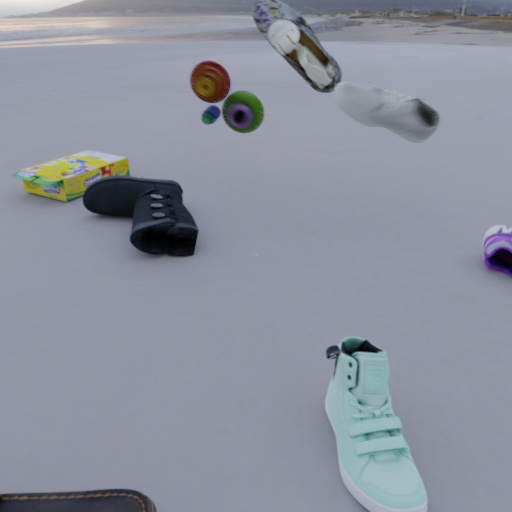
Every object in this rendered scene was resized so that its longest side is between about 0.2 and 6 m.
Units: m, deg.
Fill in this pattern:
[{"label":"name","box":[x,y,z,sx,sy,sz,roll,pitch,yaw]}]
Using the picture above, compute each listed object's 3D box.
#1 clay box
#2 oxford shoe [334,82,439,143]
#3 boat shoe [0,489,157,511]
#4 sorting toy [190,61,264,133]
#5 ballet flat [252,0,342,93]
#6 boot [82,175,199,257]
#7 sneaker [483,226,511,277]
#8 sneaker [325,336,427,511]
[{"label":"clay box","box":[-4.209,-1.836,12.840,1.356,0.562,2.361,15,30,27]},{"label":"oxford shoe","box":[2.398,-2.675,10.060,2.243,0.648,0.843,14,64,-25]},{"label":"boat shoe","box":[-2.353,2.216,3.732,3.485,1.278,1.298,-9,28,-18]},{"label":"sorting toy","box":[-0.712,-3.134,11.552,1.778,1.068,0.730,42,29,-13]},{"label":"ballet flat","box":[0.746,-3.582,9.671,2.051,0.738,0.738,38,15,-23]},{"label":"boot","box":[-2.223,-0.715,10.425,2.033,0.810,2.467,-7,31,-11]},{"label":"sneaker","box":[4.441,0.083,8.862,1.838,0.739,0.813,14,36,35]},{"label":"sneaker","box":[1.102,1.539,5.366,0.668,1.071,1.816,-4,28,-12]}]
